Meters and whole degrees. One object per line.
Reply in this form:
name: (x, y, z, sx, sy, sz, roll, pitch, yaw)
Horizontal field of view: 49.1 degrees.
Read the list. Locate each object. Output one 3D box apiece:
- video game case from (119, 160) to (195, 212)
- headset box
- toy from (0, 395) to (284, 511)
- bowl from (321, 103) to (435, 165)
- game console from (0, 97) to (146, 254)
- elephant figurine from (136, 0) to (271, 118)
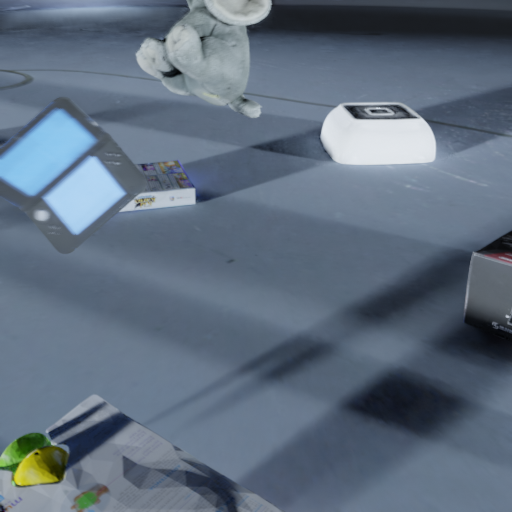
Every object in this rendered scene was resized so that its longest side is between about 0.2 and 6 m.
video game case: (-2.010, -1.344, 10.615, 1.431, 0.359, 1.579, -9, 30, -15)
headset box: (3.899, 0.357, 6.611, 2.644, 1.021, 1.968, -24, 32, -38)
toy: (-0.960, 2.149, 4.106, 2.744, 0.648, 1.580, 19, 38, 35)
bowl: (2.783, -2.910, 12.903, 2.410, 0.901, 2.413, -1, 28, -3)
game console: (-1.898, -0.745, 5.542, 1.206, 1.029, 0.713, -40, -1, 4)
elephant figurine: (-0.493, -2.943, 6.748, 1.382, 1.954, 1.516, 17, -10, 34)
